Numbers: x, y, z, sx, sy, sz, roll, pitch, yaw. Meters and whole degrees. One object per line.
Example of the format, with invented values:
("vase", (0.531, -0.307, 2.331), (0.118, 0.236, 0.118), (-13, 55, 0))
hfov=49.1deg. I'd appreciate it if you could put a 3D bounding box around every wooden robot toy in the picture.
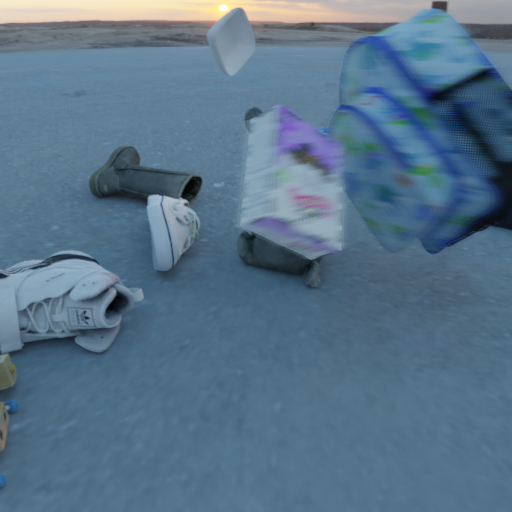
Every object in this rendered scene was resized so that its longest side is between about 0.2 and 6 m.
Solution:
("wooden robot toy", (-3.548, 1.909, 6.556), (1.070, 1.039, 2.359), (-17, 29, -9))

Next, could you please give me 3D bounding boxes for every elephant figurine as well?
("elephant figurine", (0.482, -1.191, 10.631), (2.164, 2.789, 1.973), (10, 28, 20))

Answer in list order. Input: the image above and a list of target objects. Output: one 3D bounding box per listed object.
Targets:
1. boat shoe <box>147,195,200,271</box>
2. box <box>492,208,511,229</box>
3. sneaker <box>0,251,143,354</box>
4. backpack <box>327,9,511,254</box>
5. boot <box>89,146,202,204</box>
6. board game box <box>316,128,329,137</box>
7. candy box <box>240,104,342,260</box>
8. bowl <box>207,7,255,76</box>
("boat shoe", (-1.661, -0.663, 11.412), (1.043, 1.149, 3.124), (-6, 26, -10))
("box", (6.006, -1.055, 12.732), (1.105, 0.686, 1.114), (17, 31, 30))
("sneaker", (-3.246, 0.834, 8.337), (1.807, 1.182, 3.145), (16, 27, 34))
("backpack", (2.575, -1.903, 8.963), (2.501, 3.403, 3.114), (-26, -13, -8))
("boot", (-2.671, -2.107, 14.574), (2.646, 0.960, 2.406), (1, 40, 18))
("board game box", (3.408, -3.609, 17.884), (3.091, 0.695, 2.351), (-14, 29, -26))
("candy box", (0.515, -0.929, 7.360), (1.342, 1.599, 0.572), (23, -29, -39))
("bowl", (-0.633, -5.013, 13.080), (0.468, 1.254, 1.252), (22, 66, 32))
